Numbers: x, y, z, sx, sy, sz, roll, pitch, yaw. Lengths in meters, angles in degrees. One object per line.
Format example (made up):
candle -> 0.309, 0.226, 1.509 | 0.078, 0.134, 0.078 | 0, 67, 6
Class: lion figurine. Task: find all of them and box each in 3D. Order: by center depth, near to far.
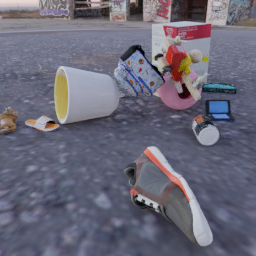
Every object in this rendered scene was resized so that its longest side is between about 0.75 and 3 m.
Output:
lion figurine -> -3.965, -0.156, 9.186 | 0.885, 0.524, 1.446 | -6, 38, -32

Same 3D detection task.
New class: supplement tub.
supplement tub -> 2.300, 0.039, 8.443 | 0.634, 0.634, 1.035 | 0, 24, 0

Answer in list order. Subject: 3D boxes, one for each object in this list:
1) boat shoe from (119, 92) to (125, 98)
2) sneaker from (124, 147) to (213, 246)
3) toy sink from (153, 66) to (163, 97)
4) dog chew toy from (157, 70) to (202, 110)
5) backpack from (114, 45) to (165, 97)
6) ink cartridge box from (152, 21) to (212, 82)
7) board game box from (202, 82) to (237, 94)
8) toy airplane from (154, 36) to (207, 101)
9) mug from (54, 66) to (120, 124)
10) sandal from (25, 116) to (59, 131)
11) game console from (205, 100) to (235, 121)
boat shoe -> -0.506, -1.528, 12.406 | 0.821, 0.263, 0.302 | 16, 28, 31
sneaker -> 0.628, 1.379, 5.435 | 1.081, 1.017, 2.639 | -30, 27, -4
toy sink -> 1.425, -2.253, 13.047 | 1.233, 1.060, 1.892 | -13, 27, -27
dog chew toy -> 1.858, -1.710, 11.308 | 1.628, 1.628, 2.615 | -5, 19, -11
backpack -> 0.383, -1.826, 9.626 | 1.696, 1.372, 1.780 | 40, 4, -7
ink cartridge box -> 2.584, -3.675, 13.995 | 2.108, 2.915, 2.118 | -15, 27, -24
board game box -> 4.341, -1.923, 13.359 | 1.512, 0.213, 1.023 | 6, 25, 14
toy airplane -> 1.782, -1.989, 9.060 | 1.369, 1.941, 1.932 | -28, 22, 13
mug -> -1.495, -1.252, 9.992 | 1.958, 1.911, 2.386 | -3, 29, -27
sandal -> -2.912, -0.206, 9.293 | 1.332, 0.382, 0.510 | 11, 26, 23
game console -> 3.310, -0.645, 10.079 | 0.931, 0.551, 0.795 | -1, 23, 0
